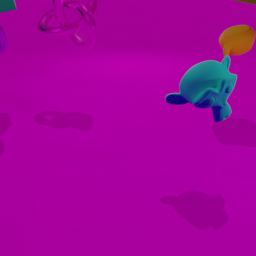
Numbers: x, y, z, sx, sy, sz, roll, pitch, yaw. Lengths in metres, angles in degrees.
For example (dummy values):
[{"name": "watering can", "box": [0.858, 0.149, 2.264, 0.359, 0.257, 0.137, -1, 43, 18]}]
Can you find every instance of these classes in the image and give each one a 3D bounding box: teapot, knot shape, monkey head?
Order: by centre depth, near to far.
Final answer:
[{"name": "monkey head", "box": [1.542, -0.701, 5.382, 1.523, 1.096, 0.918, -34, 39, -1]}, {"name": "teapot", "box": [3.190, -2.491, 8.231, 1.598, 0.783, 0.994, -42, 38, -25]}, {"name": "knot shape", "box": [-1.630, -3.245, 8.504, 1.949, 2.083, 0.963, 51, 14, 4]}]

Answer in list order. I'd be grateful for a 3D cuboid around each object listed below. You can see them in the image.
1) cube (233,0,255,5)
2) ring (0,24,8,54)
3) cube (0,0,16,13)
[{"name": "cube", "box": [3.318, -4.353, 7.858, 1.094, 1.094, 1.094, 17, 61, 11]}, {"name": "ring", "box": [-3.633, -2.558, 7.034, 1.509, 1.509, 0.302, 21, 55, 33]}, {"name": "cube", "box": [-4.139, -4.155, 7.984, 1.310, 1.310, 1.310, -18, 56, -10]}]
